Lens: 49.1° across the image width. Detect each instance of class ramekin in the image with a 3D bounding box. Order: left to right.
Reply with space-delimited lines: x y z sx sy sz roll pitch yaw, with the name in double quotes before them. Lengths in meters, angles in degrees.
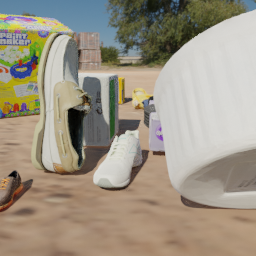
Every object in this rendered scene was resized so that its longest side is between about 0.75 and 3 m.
"ramekin" 1.470 0.048 2.977 2.352 1.147 2.352 0 -30 0

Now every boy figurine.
"boy figurine" 0.789 -1.106 10.814 1.388 0.719 2.233 -14 19 -13

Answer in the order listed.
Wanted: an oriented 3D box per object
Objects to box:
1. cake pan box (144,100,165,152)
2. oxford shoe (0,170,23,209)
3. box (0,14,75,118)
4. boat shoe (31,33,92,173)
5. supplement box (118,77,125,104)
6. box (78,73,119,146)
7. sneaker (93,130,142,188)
"cake pan box" 1.760 -0.075 6.434 2.831 0.741 2.608 4 12 4
"oxford shoe" -1.673 0.826 3.757 0.294 0.300 0.824 0 14 -2
"box" -3.610 -2.065 9.275 2.982 2.873 1.819 -9 37 -35
"boat shoe" -0.988 -0.406 4.642 0.783 2.289 0.856 5 1 18
"supplement box" -1.169 -1.665 12.298 1.994 1.085 1.092 1 14 6
"box" -1.057 -0.480 6.506 1.548 1.540 1.326 1 14 6
"sneaker" -0.149 0.461 4.576 0.567 0.647 1.614 5 16 14
